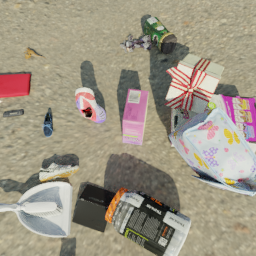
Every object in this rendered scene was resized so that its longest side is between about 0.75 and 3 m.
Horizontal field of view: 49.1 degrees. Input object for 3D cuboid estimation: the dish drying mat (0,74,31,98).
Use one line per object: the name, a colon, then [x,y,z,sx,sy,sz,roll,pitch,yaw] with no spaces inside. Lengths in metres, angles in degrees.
dish drying mat: [-5.457,-1.651,11.365,2.923,0.266,1.122,-5,59,-4]

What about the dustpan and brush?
dustpan and brush: [-3.012,2.458,8.546,2.450,0.701,1.710,-3,58,-2]

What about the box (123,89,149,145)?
box: [0.259,-0.364,9.815,0.730,1.509,1.328,7,59,4]

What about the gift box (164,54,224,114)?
gift box: [2.070,-1.435,9.242,1.668,1.539,1.558,20,34,14]

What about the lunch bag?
lunch bag: [2.477,0.845,8.070,1.570,2.094,2.469,-38,90,-5]

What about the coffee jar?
coffee jar: [1.450,-4.119,12.505,0.744,0.910,1.744,-26,62,-18]

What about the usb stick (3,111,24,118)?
usb stick: [-4.401,-0.536,10.742,0.767,0.125,0.213,-7,58,-5]

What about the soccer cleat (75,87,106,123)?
soccer cleat: [-1.273,-0.552,9.631,0.743,2.179,0.797,-5,66,9]

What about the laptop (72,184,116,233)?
laptop: [-1.033,2.509,8.864,1.063,0.658,1.136,17,30,7]

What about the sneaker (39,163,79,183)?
sneaker: [-2.321,1.369,9.347,1.317,0.498,0.577,-16,59,-10]

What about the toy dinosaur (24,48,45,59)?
toy dinosaur: [-4.222,-3.260,12.310,1.120,0.338,0.595,33,63,18]

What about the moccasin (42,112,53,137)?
moccasin: [-3.013,-0.140,10.371,0.399,0.338,0.991,-10,59,-6]

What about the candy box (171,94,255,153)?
candy box: [3.057,-0.221,10.052,2.947,0.899,2.010,7,56,2]

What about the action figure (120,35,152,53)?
action figure: [0.319,-3.769,12.546,1.425,0.494,0.927,-7,66,0]

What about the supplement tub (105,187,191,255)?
supplement tub: [0.551,2.686,8.034,2.210,1.354,1.354,26,62,14]
